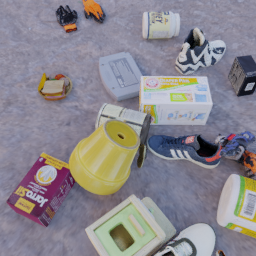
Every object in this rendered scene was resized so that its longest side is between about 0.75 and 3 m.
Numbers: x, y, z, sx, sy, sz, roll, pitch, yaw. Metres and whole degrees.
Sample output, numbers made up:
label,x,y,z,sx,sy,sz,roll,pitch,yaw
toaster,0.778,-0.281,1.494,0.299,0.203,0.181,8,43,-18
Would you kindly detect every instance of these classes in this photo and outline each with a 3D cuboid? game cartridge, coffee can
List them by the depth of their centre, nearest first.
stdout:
label,x,y,z,sx,sy,sz,roll,pitch,yaw
coffee can,-0.145,-0.096,10.140,1.738,1.272,1.272,15,56,11
game cartridge,-0.310,-2.258,12.175,1.688,0.512,2.532,-14,56,-14

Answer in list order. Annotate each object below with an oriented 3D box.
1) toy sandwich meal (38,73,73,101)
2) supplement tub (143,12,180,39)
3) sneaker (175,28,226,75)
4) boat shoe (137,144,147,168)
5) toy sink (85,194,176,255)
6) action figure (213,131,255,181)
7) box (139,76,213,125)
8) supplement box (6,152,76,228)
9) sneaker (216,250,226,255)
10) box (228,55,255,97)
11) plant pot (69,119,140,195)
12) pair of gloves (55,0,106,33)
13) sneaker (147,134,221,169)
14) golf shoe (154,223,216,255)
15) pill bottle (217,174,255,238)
label,x,y,z,sx,sy,sz,roll,pitch,yaw
toy sandwich meal,-3.108,-1.809,11.782,1.630,0.558,1.630,0,55,0
supplement tub,1.580,-4.990,13.602,1.690,1.225,1.225,-2,55,-1
sneaker,3.373,-3.667,12.313,2.804,1.825,1.119,-23,59,-16
boat shoe,0.511,0.969,9.455,0.297,0.263,0.810,1,74,46
toy sink,0.174,2.939,8.010,2.287,1.281,1.491,-31,60,-20
action figure,3.756,1.045,9.452,2.294,1.200,2.220,-15,47,-39
box,1.725,-1.045,10.784,2.579,1.307,1.451,0,55,0
supplement box,-2.657,1.931,8.905,1.244,0.980,1.900,21,58,14
sneaker,2.721,3.864,7.959,0.278,0.323,0.763,-11,57,-10
box,4.842,-2.169,11.642,0.739,1.199,1.190,-8,56,-5
plant pot,-0.609,0.783,8.747,1.949,1.833,1.949,23,36,-18
pair of gloves,-2.536,-6.032,14.914,2.501,0.309,2.228,-22,59,-12
sneaker,1.974,0.576,9.777,2.632,1.112,0.987,11,56,8
golf shoe,1.403,3.571,7.605,2.913,1.283,1.124,-32,60,-22
pill bottle,4.220,2.527,8.113,2.863,1.590,1.590,18,57,12
